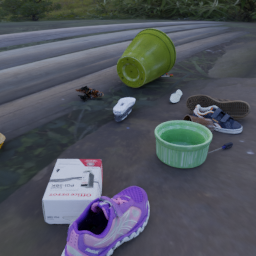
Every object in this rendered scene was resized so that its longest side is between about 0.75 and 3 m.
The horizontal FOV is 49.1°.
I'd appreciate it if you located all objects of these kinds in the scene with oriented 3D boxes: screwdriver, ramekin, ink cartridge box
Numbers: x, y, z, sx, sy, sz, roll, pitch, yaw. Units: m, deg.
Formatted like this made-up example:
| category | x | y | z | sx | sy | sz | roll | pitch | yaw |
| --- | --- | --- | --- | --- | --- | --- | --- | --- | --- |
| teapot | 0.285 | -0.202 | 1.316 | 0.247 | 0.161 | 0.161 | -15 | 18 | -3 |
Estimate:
| category | x | y | z | sx | sy | sz | roll | pitch | yaw |
| --- | --- | --- | --- | --- | --- | --- | --- | --- | --- |
| screwdriver | 3.059 | 0.686 | 9.349 | 1.218 | 0.170 | 0.177 | -15 | 0 | -26 |
| ramekin | 1.714 | 0.512 | 8.896 | 1.766 | 0.863 | 1.766 | 0 | 27 | 0 |
| ink cartridge box | -1.315 | 1.520 | 7.066 | 1.254 | 0.708 | 1.709 | 0 | 26 | -2 |

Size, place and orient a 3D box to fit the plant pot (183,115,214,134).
| category | x | y | z | sx | sy | sz | roll | pitch | yaw |
| --- | --- | --- | --- | --- | --- | --- | --- | --- | --- |
| plant pot | 2.509 | -0.011 | 10.030 | 0.894 | 0.903 | 0.903 | 2 | 26 | -15 |

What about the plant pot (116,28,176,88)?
| category | x | y | z | sx | sy | sz | roll | pitch | yaw |
| --- | --- | --- | --- | --- | --- | --- | --- | --- | --- |
| plant pot | 0.813 | -3.625 | 15.471 | 2.844 | 2.844 | 2.739 | 15 | 43 | 27 |

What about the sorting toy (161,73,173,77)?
| category | x | y | z | sx | sy | sz | roll | pitch | yaw |
| --- | --- | --- | --- | --- | --- | --- | --- | --- | --- |
| sorting toy | 2.186 | -3.292 | 17.171 | 1.071 | 0.181 | 0.517 | -4 | 27 | -8 |

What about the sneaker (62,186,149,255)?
| category | x | y | z | sx | sy | sz | roll | pitch | yaw |
| --- | --- | --- | --- | --- | --- | --- | --- | --- | --- |
| sneaker | -0.357 | 1.876 | 5.940 | 1.022 | 1.124 | 2.542 | 16 | 30 | 31 |

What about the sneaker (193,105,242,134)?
| category | x | y | z | sx | sy | sz | roll | pitch | yaw |
| --- | --- | --- | --- | --- | --- | --- | --- | --- | --- |
| sneaker | 3.430 | -0.370 | 10.789 | 1.938 | 0.770 | 0.760 | 16 | 31 | 26 |

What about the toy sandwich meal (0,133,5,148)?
| category | x | y | z | sx | sy | sz | roll | pitch | yaw |
| --- | --- | --- | --- | --- | --- | --- | --- | --- | --- |
| toy sandwich meal | -4.744 | 0.567 | 9.296 | 1.397 | 0.479 | 1.397 | 1 | 24 | 0 |

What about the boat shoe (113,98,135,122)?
| category | x | y | z | sx | sy | sz | roll | pitch | yaw |
| --- | --- | --- | --- | --- | --- | --- | --- | --- | --- |
| boat shoe | -0.139 | -0.785 | 11.752 | 0.629 | 0.595 | 1.754 | 8 | 28 | 14 |

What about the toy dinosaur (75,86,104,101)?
| category | x | y | z | sx | sy | sz | roll | pitch | yaw |
| --- | --- | --- | --- | --- | --- | --- | --- | --- | --- |
| toy dinosaur | -1.943 | -1.691 | 13.730 | 1.419 | 0.725 | 0.963 | -9 | 7 | 24 |

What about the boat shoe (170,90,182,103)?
| category | x | y | z | sx | sy | sz | roll | pitch | yaw |
| --- | --- | --- | --- | --- | --- | --- | --- | --- | --- |
| boat shoe | 2.247 | -1.460 | 13.494 | 0.364 | 0.429 | 1.177 | -35 | 8 | 43 |

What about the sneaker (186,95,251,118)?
| category | x | y | z | sx | sy | sz | roll | pitch | yaw |
| --- | --- | --- | --- | --- | --- | --- | --- | --- | --- |
| sneaker | 3.789 | -0.830 | 11.853 | 2.587 | 0.911 | 0.977 | 12 | 5 | 25 |
